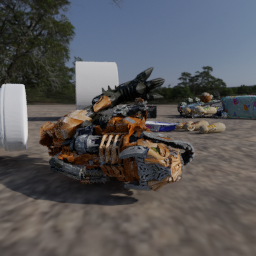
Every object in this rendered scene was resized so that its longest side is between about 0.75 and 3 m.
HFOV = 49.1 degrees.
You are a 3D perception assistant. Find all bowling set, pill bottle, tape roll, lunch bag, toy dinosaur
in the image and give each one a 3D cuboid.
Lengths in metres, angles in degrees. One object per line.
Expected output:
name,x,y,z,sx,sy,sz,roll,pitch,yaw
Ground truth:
bowling set,1.951,-0.435,8.096,0.876,1.135,1.631,-5,4,-30
pill bottle,-2.569,-0.110,3.638,2.332,1.306,1.306,-3,6,-17
tape roll,-1.473,-1.681,12.663,1.784,2.598,2.598,0,6,-10
lunch bag,6.180,-1.060,13.962,2.277,1.094,2.839,-3,7,-30
toy dinosaur,-0.326,0.040,3.414,2.539,1.297,1.723,29,39,33

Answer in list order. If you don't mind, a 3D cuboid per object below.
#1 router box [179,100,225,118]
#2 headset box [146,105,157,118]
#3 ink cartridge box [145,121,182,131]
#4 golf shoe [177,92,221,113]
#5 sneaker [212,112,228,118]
router box,3.691,-0.975,14.120,1.825,0.567,1.367,-14,10,-14
headset box,0.829,-0.852,14.227,1.224,0.618,1.646,0,6,2
ink cartridge box,0.883,-0.053,8.333,0.646,0.253,1.365,-4,4,-37
golf shoe,4.054,-1.116,16.003,2.973,1.148,1.309,-12,-23,-20
sneaker,4.545,-0.715,14.134,0.414,0.354,0.940,2,3,-30
